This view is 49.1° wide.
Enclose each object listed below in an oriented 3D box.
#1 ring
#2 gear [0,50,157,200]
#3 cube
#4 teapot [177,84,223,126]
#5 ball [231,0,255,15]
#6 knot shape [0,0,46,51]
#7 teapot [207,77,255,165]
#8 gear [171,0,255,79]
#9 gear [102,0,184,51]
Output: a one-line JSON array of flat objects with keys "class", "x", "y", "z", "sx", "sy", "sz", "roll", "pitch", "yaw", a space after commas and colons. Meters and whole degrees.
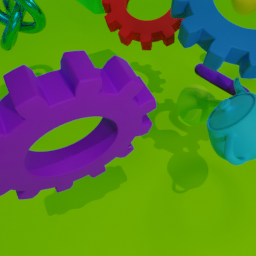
[{"class": "ring", "x": 1.915, "y": -0.941, "z": 5.710, "sx": 1.252, "sy": 0.250, "sz": 1.252, "roll": 27, "pitch": 17, "yaw": -9}, {"class": "gear", "x": -0.600, "y": 0.081, "z": 2.808, "sx": 1.830, "sy": 1.830, "sz": 0.338, "roll": -20, "pitch": 61, "yaw": -20}, {"class": "cube", "x": -0.632, "y": -3.635, "z": 7.114, "sx": 1.047, "sy": 1.047, "sz": 1.047, "roll": -20, "pitch": 51, "yaw": -33}, {"class": "teapot", "x": 1.346, "y": -0.437, "z": 5.240, "sx": 0.605, "sy": 0.769, "sz": 1.236, "roll": -5, "pitch": 4, "yaw": -29}, {"class": "ball", "x": 3.296, "y": -3.556, "z": 7.736, "sx": 0.827, "sy": 0.827, "sz": 0.827, "roll": 0, "pitch": 43, "yaw": 0}, {"class": "knot shape", "x": -2.567, "y": -2.672, "z": 6.430, "sx": 1.618, "sy": 1.729, "sz": 0.799, "roll": 12, "pitch": 22, "yaw": 36}, {"class": "teapot", "x": 1.591, "y": -0.107, "z": 3.990, "sx": 1.038, "sy": 0.817, "sz": 1.669, "roll": -27, "pitch": 25, "yaw": 43}, {"class": "gear", "x": 1.589, "y": -1.640, "z": 3.708, "sx": 1.970, "sy": 0.364, "sz": 1.970, "roll": -1, "pitch": 74, "yaw": 2}, {"class": "gear", "x": 0.475, "y": -2.774, "z": 6.252, "sx": 2.062, "sy": 0.381, "sz": 2.062, "roll": -2, "pitch": 77, "yaw": 8}]
